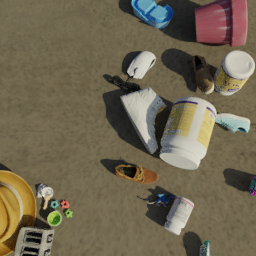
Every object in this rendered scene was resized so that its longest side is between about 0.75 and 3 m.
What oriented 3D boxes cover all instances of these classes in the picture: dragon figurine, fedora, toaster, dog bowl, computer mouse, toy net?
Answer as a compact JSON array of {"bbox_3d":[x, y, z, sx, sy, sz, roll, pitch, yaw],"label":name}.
[{"bbox_3d":[1.240,2.652,10.502,1.071,0.315,0.533,6,69,2],"label":"dragon figurine"},{"bbox_3d":[-4.547,2.935,9.482,3.003,1.225,3.003,4,79,-19],"label":"fedora"},{"bbox_3d":[-3.261,3.995,9.692,1.222,0.725,1.105,8,72,0],"label":"toaster"},{"bbox_3d":[1.167,-5.699,13.706,2.193,0.544,1.222,38,73,13],"label":"dog bowl"},{"bbox_3d":[0.407,-2.670,12.511,1.286,0.515,2.346,30,71,13],"label":"computer mouse"},{"bbox_3d":[-2.811,2.743,10.456,0.905,0.333,1.725,-31,71,-12],"label":"toy net"}]

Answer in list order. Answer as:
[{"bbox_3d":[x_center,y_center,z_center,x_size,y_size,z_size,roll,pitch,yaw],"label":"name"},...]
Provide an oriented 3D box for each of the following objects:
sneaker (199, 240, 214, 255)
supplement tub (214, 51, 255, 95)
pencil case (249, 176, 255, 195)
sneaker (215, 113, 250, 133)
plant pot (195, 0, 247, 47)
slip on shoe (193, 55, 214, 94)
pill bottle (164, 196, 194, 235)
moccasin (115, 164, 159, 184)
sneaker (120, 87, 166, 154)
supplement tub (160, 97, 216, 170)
[{"bbox_3d":[2.872,4.657,9.662,0.672,0.571,1.472,8,72,-13],"label":"sneaker"},{"bbox_3d":[4.331,-2.231,11.675,1.259,1.732,1.259,0,68,0],"label":"supplement tub"},{"bbox_3d":[5.423,2.383,10.382,1.713,0.729,0.792,16,46,7],"label":"pencil case"},{"bbox_3d":[4.221,-0.161,11.479,1.574,0.582,0.645,9,64,4],"label":"sneaker"},{"bbox_3d":[4.092,-4.760,12.564,2.059,2.300,2.300,-3,68,15],"label":"plant pot"},{"bbox_3d":[3.228,-2.364,12.176,0.723,0.576,1.903,-20,60,34],"label":"slip on shoe"},{"bbox_3d":[1.821,3.149,10.101,0.696,0.696,1.227,28,72,10],"label":"pill bottle"},{"bbox_3d":[0.332,1.717,10.691,1.681,0.649,0.615,16,69,6],"label":"moccasin"},{"bbox_3d":[0.940,-0.455,11.363,1.604,1.022,2.775,-23,69,-6],"label":"sneaker"},{"bbox_3d":[2.266,0.201,10.711,1.733,1.733,2.384,19,70,8],"label":"supplement tub"}]
